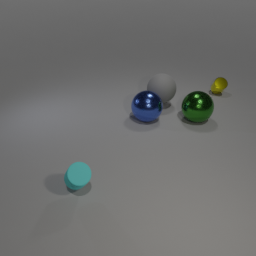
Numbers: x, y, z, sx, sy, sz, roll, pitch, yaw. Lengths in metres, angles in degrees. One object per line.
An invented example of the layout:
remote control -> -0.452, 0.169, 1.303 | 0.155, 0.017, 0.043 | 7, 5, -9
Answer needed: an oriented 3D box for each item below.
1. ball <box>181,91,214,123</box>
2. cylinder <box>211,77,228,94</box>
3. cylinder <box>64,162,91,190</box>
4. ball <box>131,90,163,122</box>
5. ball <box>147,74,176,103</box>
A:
ball -> 3.063, -0.931, 12.335 | 1.400, 1.400, 1.400 | 0, 30, 0
cylinder -> 4.858, -2.247, 14.936 | 0.700, 0.700, 0.700 | 1, 73, -2
cylinder -> -1.489, 1.416, 8.251 | 0.700, 0.700, 0.700 | 7, 67, -17
ball -> 0.836, -0.958, 12.378 | 1.400, 1.400, 1.400 | 0, 30, 0
ball -> 1.604, -1.884, 13.371 | 1.400, 1.400, 1.400 | 0, 30, 0
